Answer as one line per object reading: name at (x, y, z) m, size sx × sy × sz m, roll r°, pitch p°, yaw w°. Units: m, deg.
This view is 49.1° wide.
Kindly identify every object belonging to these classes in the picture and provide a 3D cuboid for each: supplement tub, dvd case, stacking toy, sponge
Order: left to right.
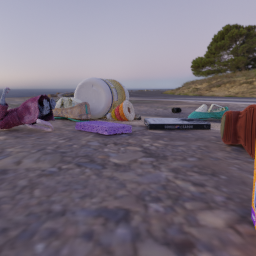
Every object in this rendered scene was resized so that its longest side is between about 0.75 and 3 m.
sponge at (-0.818, -0.027, 8.960) m, size 0.975 × 0.261 × 1.748 m, roll -5°, pitch 8°, yaw -42°
supplement tub at (-1.154, -1.459, 13.482) m, size 1.870 × 1.870 × 2.589 m, roll 3°, pitch 8°, yaw 23°
stacking toy at (-0.411, -0.618, 12.042) m, size 1.229 × 0.898 × 0.898 m, roll -14°, pitch 1°, yaw 26°
dvd case at (1.676, -0.159, 9.964) m, size 2.076 × 0.257 × 1.560 m, roll -1°, pitch 8°, yaw -2°

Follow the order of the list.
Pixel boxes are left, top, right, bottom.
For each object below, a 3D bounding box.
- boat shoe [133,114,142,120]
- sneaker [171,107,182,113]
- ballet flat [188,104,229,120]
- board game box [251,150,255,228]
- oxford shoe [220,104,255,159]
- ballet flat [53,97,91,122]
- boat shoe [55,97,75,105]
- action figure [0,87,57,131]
boat shoe at (0.282, -0.446, 12.440) m, size 0.811 × 0.295 × 0.254 m, roll 1°, pitch -37°, yaw 50°
sneaker at (2.831, -1.039, 16.084) m, size 0.562 × 0.324 × 1.078 m, roll -5°, pitch 5°, yaw -2°
ballet flat at (3.537, -0.708, 12.306) m, size 1.980 × 0.697 × 0.667 m, roll -2°, pitch 11°, yaw -12°
board game box at (1.634, 0.506, 2.171) m, size 1.061 × 1.060 × 1.060 m, roll 2°, pitch 9°, yaw 15°
oxford shoe at (2.906, 0.037, 5.765) m, size 1.107 × 1.042 × 2.959 m, roll 3°, pitch 8°, yaw -1°
ballet flat at (-2.604, -0.860, 12.389) m, size 2.919 × 0.982 × 0.994 m, roll 7°, pitch 10°, yaw 42°
boat shoe at (-3.799, -1.256, 16.125) m, size 2.322 × 0.868 × 0.794 m, roll -13°, pitch 17°, yaw -26°
action figure at (-3.544, -0.315, 9.240) m, size 2.359 × 1.757 × 1.580 m, roll -17°, pitch -25°, yaw 3°
